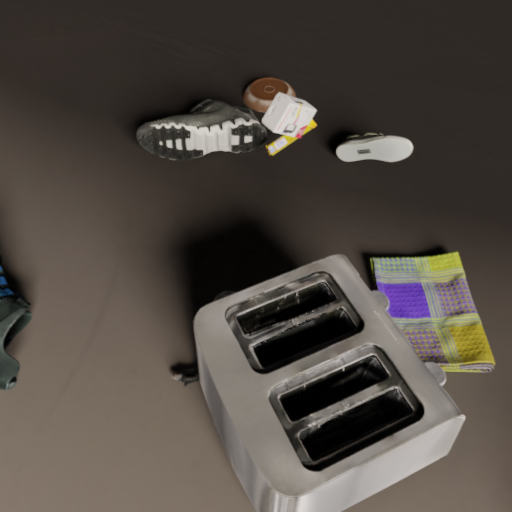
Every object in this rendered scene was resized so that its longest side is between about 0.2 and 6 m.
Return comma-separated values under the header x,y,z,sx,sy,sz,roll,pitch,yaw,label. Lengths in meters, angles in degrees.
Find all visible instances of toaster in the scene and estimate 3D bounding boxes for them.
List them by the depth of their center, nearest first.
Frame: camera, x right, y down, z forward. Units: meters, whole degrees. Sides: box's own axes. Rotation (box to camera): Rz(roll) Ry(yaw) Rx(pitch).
x,y,z,sx,sy,sz,roll,pitch,yaw,label
0.762,1.952,8.172,3.397,2.016,3.072,-20,53,-15,toaster

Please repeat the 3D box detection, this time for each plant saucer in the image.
x,y,z,sx,sy,sz,roll,pitch,yaw,label
0.323,-4.123,14.134,1.356,0.248,1.356,0,52,0,plant saucer

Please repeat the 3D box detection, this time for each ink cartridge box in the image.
x,y,z,sx,sy,sz,roll,pitch,yaw,label
0.567,-2.382,9.564,0.347,0.599,0.811,46,29,26,ink cartridge box

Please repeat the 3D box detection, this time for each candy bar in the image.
x,y,z,sx,sy,sz,roll,pitch,yaw,label
0.734,-2.574,12.038,1.195,0.298,0.132,-34,29,9,candy bar

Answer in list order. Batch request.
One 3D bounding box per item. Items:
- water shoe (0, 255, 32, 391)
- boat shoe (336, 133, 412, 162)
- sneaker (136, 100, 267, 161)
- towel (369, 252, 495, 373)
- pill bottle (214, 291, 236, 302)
x,y,z,sx,sy,sz,roll,pitch,yaw,label
-4.626,0.897,9.789,1.329,1.204,3.369,9,49,-25,water shoe
2.600,-2.443,12.239,1.702,0.602,0.542,5,48,32,boat shoe
-1.270,-2.931,12.782,2.888,0.960,1.306,-6,49,-9,sneaker
3.080,0.974,10.050,1.837,0.291,2.558,-1,52,0,towel
-0.497,1.050,9.419,0.551,0.989,0.551,5,57,-8,pill bottle
